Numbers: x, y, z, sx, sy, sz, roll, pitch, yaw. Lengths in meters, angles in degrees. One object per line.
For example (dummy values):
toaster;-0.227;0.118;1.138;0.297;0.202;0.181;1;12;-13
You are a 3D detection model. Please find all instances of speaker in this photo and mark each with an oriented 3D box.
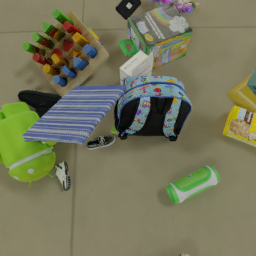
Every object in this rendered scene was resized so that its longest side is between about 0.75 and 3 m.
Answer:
speaker;2.276;1.971;9.828;1.792;0.793;0.793;-24;68;-10

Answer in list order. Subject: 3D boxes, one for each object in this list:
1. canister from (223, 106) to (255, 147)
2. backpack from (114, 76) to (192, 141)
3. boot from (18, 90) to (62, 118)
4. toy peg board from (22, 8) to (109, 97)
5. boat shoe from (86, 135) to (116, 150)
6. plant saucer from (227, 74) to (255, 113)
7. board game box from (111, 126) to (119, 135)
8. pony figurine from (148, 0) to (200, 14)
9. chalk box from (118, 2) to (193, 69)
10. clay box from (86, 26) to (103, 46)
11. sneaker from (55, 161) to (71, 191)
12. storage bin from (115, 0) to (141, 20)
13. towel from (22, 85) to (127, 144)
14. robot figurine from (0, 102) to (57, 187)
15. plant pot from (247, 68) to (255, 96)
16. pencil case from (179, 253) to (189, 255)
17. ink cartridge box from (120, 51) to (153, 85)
canister;4.710;0.002;10.731;1.781;0.771;1.323;21;68;11
backpack;0.846;-0.866;9.867;2.640;2.892;1.945;2;66;-4
boot;-3.570;-0.627;11.068;1.915;0.709;1.569;6;68;0
toy peg board;-2.645;-3.042;11.077;2.631;1.287;2.620;-41;77;13
boat shoe;-1.037;0.488;10.703;1.150;0.393;0.425;-13;66;-6
plant saucer;5.323;-1.376;11.532;1.749;0.424;1.748;-37;70;-15
board game box;-0.215;-0.214;11.148;0.537;0.168;1.124;23;69;6
pony figurine;1.790;-5.924;12.995;2.337;2.016;2.421;-20;52;-18
chalk box;0.994;-3.706;11.884;2.784;1.724;1.732;-23;69;-9
clay box;-1.887;-4.057;12.772;0.846;0.350;1.472;-33;71;-15
sneaker;-2.369;1.778;10.179;0.436;0.402;1.090;-19;62;6
storage bin;0.003;-5.080;11.647;0.655;0.454;0.969;39;106;-22
towel;-1.447;-0.468;8.224;2.092;0.345;2.889;2;37;27
robot figurine;-3.606;0.566;9.768;2.528;1.667;2.881;-25;88;24
plant pot;4.479;-1.567;8.252;1.627;1.150;1.150;-44;102;3
pencil case;1.119;4.569;8.604;1.929;0.863;0.750;-22;36;-9
ink cartridge box;0.319;-2.154;10.984;0.692;2.049;1.194;41;71;16
